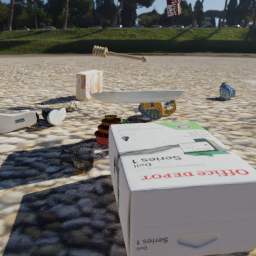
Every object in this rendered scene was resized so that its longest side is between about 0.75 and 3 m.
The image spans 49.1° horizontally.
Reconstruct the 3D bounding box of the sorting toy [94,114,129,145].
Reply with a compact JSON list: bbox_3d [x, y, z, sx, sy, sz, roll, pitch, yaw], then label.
[{"bbox_3d":[0.017,0.050,8.558,2.266,0.930,1.362,4,18,12],"label":"sorting toy"}]

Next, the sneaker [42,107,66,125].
[{"bbox_3d":[-3.006,-0.452,10.778,0.808,0.576,1.630,0,13,5],"label":"sneaker"}]

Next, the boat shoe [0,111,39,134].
[{"bbox_3d":[-4.222,-0.225,10.062,1.865,0.696,0.865,-9,8,-35],"label":"boat shoe"}]

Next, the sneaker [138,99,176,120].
[{"bbox_3d":[1.047,-0.804,11.609,0.994,0.849,2.255,6,9,41],"label":"sneaker"}]

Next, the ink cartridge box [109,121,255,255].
[{"bbox_3d":[0.833,0.904,5.416,2.183,1.260,2.988,-3,18,-9],"label":"ink cartridge box"}]

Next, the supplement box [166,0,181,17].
[{"bbox_3d":[1.537,-4.146,9.406,0.388,0.693,1.274,-4,25,16],"label":"supplement box"}]

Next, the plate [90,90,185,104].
[{"bbox_3d":[0.199,-0.906,8.198,2.161,0.349,2.156,-4,7,-24],"label":"plate"}]

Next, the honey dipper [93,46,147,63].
[{"bbox_3d":[-0.395,-3.576,13.852,2.737,0.520,0.520,14,21,11],"label":"honey dipper"}]

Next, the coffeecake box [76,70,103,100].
[{"bbox_3d":[-2.085,-2.378,15.251,0.640,1.344,1.751,13,22,22],"label":"coffeecake box"}]

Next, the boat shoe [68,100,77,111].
[{"bbox_3d":[-2.482,-0.997,12.747,0.345,0.377,1.008,5,26,-2],"label":"boat shoe"}]

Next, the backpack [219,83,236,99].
[{"bbox_3d":[5.352,-1.931,15.051,0.748,0.794,0.973,-20,32,-27],"label":"backpack"}]

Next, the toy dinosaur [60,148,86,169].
[{"bbox_3d":[-1.472,0.784,7.339,0.609,0.328,1.381,9,14,-19],"label":"toy dinosaur"}]
